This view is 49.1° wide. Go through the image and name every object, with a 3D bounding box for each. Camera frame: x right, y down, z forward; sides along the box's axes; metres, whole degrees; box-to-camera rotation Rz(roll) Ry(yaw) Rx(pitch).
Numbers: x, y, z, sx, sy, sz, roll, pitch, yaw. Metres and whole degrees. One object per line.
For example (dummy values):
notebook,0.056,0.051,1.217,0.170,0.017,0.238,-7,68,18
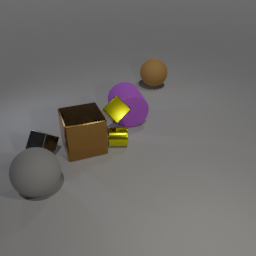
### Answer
ball,-2.626,1.249,7.954,1.400,1.400,1.400,0,32,0
cube,-2.896,0.518,9.480,0.700,0.700,0.700,13,-5,26
cube,-0.432,-0.632,9.848,0.700,0.700,0.700,-47,5,-7
ball,1.323,-2.849,14.375,1.400,1.400,1.400,0,32,0
cylinder,-0.018,-0.979,11.479,1.400,1.400,1.400,-8,34,-13
cube,-1.581,0.103,9.804,1.400,1.400,1.400,-12,34,-18
cylinder,-0.353,0.310,10.138,0.700,0.700,0.700,-1,32,-2
